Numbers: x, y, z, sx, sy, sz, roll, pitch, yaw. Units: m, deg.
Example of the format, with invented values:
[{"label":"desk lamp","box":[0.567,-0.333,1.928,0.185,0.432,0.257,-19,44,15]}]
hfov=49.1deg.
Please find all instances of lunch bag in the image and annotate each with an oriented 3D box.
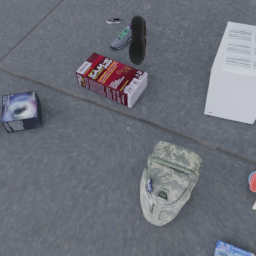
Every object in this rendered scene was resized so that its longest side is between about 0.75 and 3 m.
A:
[{"label":"lunch bag","box":[1.215,1.880,8.896,1.670,2.397,2.010,19,58,12]}]

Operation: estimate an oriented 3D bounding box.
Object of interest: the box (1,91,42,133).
[{"label":"box","box":[-4.343,-0.681,11.487,1.400,0.870,1.411,-10,58,-8]}]

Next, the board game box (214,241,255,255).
[{"label":"board game box","box":[3.271,4.371,8.501,1.384,0.300,1.377,18,60,12]}]

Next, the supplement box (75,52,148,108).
[{"label":"supplement box","box":[-0.718,-2.182,12.467,2.827,0.861,1.539,24,60,17]}]

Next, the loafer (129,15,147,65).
[{"label":"loafer","box":[0.509,-3.534,11.377,0.701,1.921,0.685,16,26,23]}]

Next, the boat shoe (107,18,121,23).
[{"label":"boat shoe","box":[-0.776,-5.874,15.252,0.758,0.251,0.265,3,57,2]}]

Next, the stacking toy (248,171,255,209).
[{"label":"stacking toy","box":[5.040,2.265,9.899,1.601,0.676,1.450,9,83,9]}]

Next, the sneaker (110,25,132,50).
[{"label":"sneaker","box":[-0.204,-4.753,14.161,0.719,0.846,1.933,36,63,21]}]

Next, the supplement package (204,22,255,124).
[{"label":"supplement package","box":[4.561,-2.193,11.374,2.060,2.678,2.801,13,58,8]}]
